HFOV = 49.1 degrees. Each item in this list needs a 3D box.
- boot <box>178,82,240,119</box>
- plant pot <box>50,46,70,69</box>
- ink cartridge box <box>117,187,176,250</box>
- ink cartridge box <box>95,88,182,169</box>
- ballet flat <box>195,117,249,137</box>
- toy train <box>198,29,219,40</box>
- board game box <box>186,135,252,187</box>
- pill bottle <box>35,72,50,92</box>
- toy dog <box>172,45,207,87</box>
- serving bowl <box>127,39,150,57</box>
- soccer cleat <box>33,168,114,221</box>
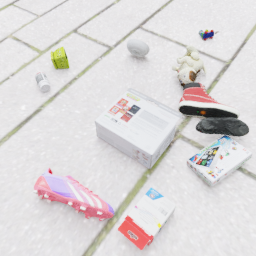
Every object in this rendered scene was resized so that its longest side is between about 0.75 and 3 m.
[{"bbox_3d":[3.601,-1.243,12.221,2.549,0.923,1.839,13,51,12],"label":"boot"},{"bbox_3d":[-3.394,-3.425,13.876,0.742,0.818,0.814,-14,55,-3],"label":"plant pot"},{"bbox_3d":[0.615,3.011,9.188,1.070,0.619,1.841,34,60,22],"label":"ink cartridge box"},{"bbox_3d":[0.455,-0.094,11.178,2.658,1.115,2.334,31,59,21],"label":"ink cartridge box"},{"bbox_3d":[3.730,-0.051,11.004,2.219,0.630,0.737,6,78,-12],"label":"ballet flat"},{"bbox_3d":[4.513,-5.273,15.485,1.119,0.474,0.647,-18,42,-13],"label":"toy train"},{"bbox_3d":[3.439,1.168,10.583,2.092,0.362,1.321,-29,47,-20],"label":"board game box"},{"bbox_3d":[-3.979,-2.153,13.077,0.530,0.530,0.931,-21,56,-15],"label":"pill bottle"},{"bbox_3d":[2.860,-2.694,13.240,1.666,1.199,1.719,37,53,-16],"label":"toy dog"},{"bbox_3d":[0.459,-3.941,14.066,1.213,1.213,0.399,17,75,12],"label":"serving bowl"},{"bbox_3d":[-1.793,2.222,9.587,2.992,0.998,1.144,14,54,14],"label":"soccer cleat"}]
